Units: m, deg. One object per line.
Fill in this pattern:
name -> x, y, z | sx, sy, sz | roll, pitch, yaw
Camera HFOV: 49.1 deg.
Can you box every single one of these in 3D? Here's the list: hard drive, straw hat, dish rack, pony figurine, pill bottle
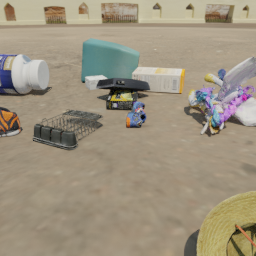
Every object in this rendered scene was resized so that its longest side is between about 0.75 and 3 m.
hard drive -> -0.158, -1.567, 10.278 | 1.775, 0.376, 1.198 | -1, 3, -41
straw hat -> 1.567, 1.562, 3.589 | 1.502, 1.502, 0.636 | 1, -17, 1
dish rack -> -1.538, -0.059, 7.577 | 1.340, 0.477, 1.747 | 13, 25, 24
pony figurine -> 2.925, -0.897, 8.140 | 2.416, 2.084, 2.503 | -30, 24, 12
pill bottle -> -4.439, -2.084, 10.812 | 2.490, 1.490, 1.490 | 3, 24, 7

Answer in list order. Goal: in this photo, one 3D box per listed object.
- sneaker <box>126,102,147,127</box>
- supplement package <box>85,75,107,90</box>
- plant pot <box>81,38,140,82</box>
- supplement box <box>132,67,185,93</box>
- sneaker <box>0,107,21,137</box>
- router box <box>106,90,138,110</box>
sneaker -> 0.325, -0.367, 8.335 | 0.505, 0.485, 1.288 | 13, 35, 11
supplement package -> -1.327, -1.906, 11.735 | 0.778, 0.431, 0.606 | -10, 26, -24
plant pot -> -0.735, -2.991, 12.807 | 2.424, 1.712, 1.713 | 8, 24, 1
supplement box -> 1.268, -1.990, 11.525 | 2.041, 0.750, 1.286 | 6, 24, 12
sneaker -> -3.592, -0.137, 7.255 | 1.464, 0.820, 0.568 | -16, 28, -32
router box -> -0.184, -1.001, 9.795 | 1.024, 0.340, 1.303 | 1, 24, 3
